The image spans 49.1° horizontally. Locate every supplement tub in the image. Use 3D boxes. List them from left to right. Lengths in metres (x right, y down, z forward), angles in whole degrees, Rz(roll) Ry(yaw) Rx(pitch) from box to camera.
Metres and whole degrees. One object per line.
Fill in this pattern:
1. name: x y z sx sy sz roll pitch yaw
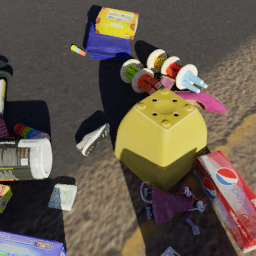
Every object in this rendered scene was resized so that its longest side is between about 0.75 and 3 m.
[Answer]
1. supplement tub: -3.552 0.942 8.614 2.161 1.324 1.324 -1 47 -2

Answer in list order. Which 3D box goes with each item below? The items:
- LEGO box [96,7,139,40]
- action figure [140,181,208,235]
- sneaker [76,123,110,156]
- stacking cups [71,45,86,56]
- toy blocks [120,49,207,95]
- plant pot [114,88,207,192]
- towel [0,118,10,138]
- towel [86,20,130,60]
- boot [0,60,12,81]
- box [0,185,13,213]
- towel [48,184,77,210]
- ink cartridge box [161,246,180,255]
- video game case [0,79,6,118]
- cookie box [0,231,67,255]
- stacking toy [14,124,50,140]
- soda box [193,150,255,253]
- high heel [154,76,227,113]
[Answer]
1. LEGO box: -0.526 -5.174 13.808 1.881 0.726 1.401 11 47 1
2. action figure: 1.378 2.197 7.962 1.853 1.241 1.379 1 4 -15
3. sneaker: -1.183 0.294 9.742 0.602 0.561 1.517 25 52 27
4. stacking cups: -2.397 -3.776 13.697 0.826 0.250 0.250 32 55 21
5. toy blocks: 1.408 -1.975 11.119 2.436 1.061 2.923 -25 42 -20
6. plant pot: 1.063 0.155 8.669 2.254 2.306 2.240 -33 55 -28
7. towel: -5.095 0.105 10.142 1.327 0.206 1.835 -23 50 -17
8. towel: -0.954 -4.371 13.996 2.090 0.701 2.831 4 47 -5
9. boot: -5.675 -2.580 12.441 1.325 0.490 1.086 2 45 3
10. box: -4.467 1.949 8.256 1.877 0.470 0.706 9 48 9
11. towel: -1.939 2.045 8.366 0.676 0.190 0.789 5 48 6
12. ink cartridge box: 1.042 3.496 7.074 0.629 0.186 0.786 35 48 29
13. video game case: -6.048 -0.937 10.866 2.417 0.308 2.184 -13 46 -7
14. cookie box: -2.835 3.787 6.226 2.203 0.968 2.576 8 48 7
15. stacking toy: -3.449 0.234 9.848 1.433 0.612 0.612 23 51 29
16. soda box: 2.924 1.961 7.925 0.858 0.947 2.705 -16 49 -14
17. high heel: 2.245 -0.859 10.848 2.887 0.973 1.388 25 83 15
